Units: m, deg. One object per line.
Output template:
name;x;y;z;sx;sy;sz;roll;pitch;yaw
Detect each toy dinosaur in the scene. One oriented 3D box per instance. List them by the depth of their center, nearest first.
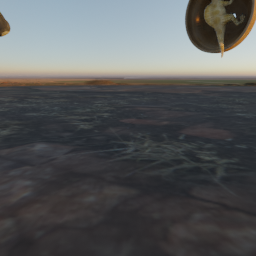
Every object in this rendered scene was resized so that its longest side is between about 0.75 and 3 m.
toy dinosaur;2.651;-3.081;7.914;1.104;2.183;0.635;-14;7;-17

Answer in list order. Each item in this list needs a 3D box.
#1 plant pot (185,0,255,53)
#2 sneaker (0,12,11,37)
plant pot;2.920;-3.382;8.387;1.045;2.265;2.265;-9;14;-39
sneaker;-4.254;-3.517;8.440;0.700;1.856;0.735;-37;-13;-17
